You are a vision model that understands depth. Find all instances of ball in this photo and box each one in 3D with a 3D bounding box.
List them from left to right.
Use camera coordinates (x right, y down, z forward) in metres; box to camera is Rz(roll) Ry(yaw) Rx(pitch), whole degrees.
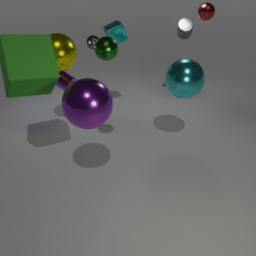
[{"bbox_3d":[-2.594,-2.818,10.462,1.400,1.400,1.400,0,30,0],"label":"ball"},{"bbox_3d":[-1.106,-0.663,7.677,1.400,1.400,1.400,0,30,0],"label":"ball"},{"bbox_3d":[-1.740,-4.291,14.054,0.700,0.700,0.700,0,30,0],"label":"ball"},{"bbox_3d":[-0.636,-2.322,8.211,0.700,0.700,0.700,0,30,0],"label":"ball"},{"bbox_3d":[2.006,-1.742,9.916,1.400,1.400,1.400,0,30,0],"label":"ball"},{"bbox_3d":[3.257,-4.827,11.623,0.700,0.700,0.700,0,30,0],"label":"ball"}]

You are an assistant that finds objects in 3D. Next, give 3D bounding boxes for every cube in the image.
[{"bbox_3d":[-3.026,-1.853,8.478,1.400,1.400,1.400,-10,-10,-27],"label":"cube"},{"bbox_3d":[-0.522,-3.941,11.620,0.700,0.700,0.700,-28,38,-5],"label":"cube"}]

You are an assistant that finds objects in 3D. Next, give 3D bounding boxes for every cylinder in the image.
[{"bbox_3d":[-2.624,-1.939,11.812,0.700,0.700,0.700,33,39,12],"label":"cylinder"},{"bbox_3d":[2.644,-4.598,12.963,0.700,0.700,0.700,3,-13,6],"label":"cylinder"}]
